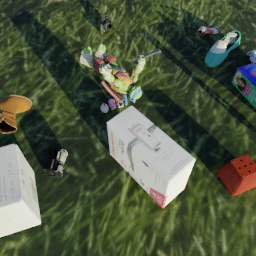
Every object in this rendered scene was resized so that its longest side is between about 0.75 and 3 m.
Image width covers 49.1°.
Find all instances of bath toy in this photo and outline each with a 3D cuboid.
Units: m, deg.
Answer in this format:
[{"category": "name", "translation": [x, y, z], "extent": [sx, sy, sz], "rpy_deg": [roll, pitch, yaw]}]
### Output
[{"category": "bath toy", "translation": [-0.517, -0.901, 10.052], "extent": [1.015, 0.375, 0.441], "rpy_deg": [-23, 57, -15]}]

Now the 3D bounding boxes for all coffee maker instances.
[{"category": "coffee maker", "translation": [-2.293, 1.067, 8.574], "extent": [0.766, 0.537, 0.797], "rpy_deg": [-7, 50, 18]}]

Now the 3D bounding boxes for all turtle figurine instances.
[{"category": "turtle figurine", "translation": [-0.201, -1.441, 6.081], "extent": [1.548, 1.597, 1.149], "rpy_deg": [37, 72, 20]}]

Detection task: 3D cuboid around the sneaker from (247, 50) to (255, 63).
[{"category": "sneaker", "translation": [5.183, -2.731, 11.454], "extent": [0.377, 0.373, 1.039], "rpy_deg": [-23, 57, 25]}]

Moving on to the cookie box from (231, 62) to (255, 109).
[{"category": "cookie box", "translation": [5.232, -1.481, 10.201], "extent": [1.824, 0.801, 2.133], "rpy_deg": [-20, 56, -14]}]

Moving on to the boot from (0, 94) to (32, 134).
[{"category": "boot", "translation": [-2.739, -0.328, 6.477], "extent": [1.386, 0.532, 1.076], "rpy_deg": [2, 33, -47]}]

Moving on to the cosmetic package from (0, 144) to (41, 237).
[{"category": "cosmetic package", "translation": [-3.572, 1.774, 7.252], "extent": [2.049, 1.704, 1.714], "rpy_deg": [-16, 56, -10]}]

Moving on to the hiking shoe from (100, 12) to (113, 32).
[{"category": "hiking shoe", "translation": [-0.957, -4.854, 12.972], "extent": [0.595, 0.448, 1.182], "rpy_deg": [11, 63, -3]}]

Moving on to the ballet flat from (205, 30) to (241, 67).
[{"category": "ballet flat", "translation": [3.926, -3.397, 11.602], "extent": [0.767, 0.802, 2.279], "rpy_deg": [32, 59, 31]}]

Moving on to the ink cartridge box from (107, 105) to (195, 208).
[{"category": "ink cartridge box", "translation": [0.538, 0.801, 7.927], "extent": [1.003, 1.775, 2.423], "rpy_deg": [-35, 60, -23]}]

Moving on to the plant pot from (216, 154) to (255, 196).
[{"category": "plant pot", "translation": [3.291, 1.286, 8.182], "extent": [0.905, 0.799, 0.906], "rpy_deg": [-18, 55, -14]}]

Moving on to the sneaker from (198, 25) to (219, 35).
[{"category": "sneaker", "translation": [3.603, -4.334, 12.626], "extent": [0.880, 0.294, 0.472], "rpy_deg": [26, 59, 22]}]
